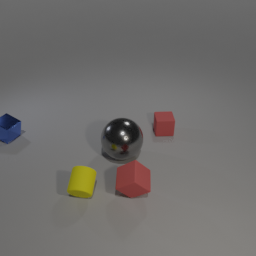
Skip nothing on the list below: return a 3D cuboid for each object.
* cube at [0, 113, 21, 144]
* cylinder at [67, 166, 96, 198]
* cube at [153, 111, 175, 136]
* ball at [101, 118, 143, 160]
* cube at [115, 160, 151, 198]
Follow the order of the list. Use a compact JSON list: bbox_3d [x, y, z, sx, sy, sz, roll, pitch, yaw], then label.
[{"bbox_3d":[-4.444,0.017,10.293,0.700,0.700,0.700,27,38,9],"label":"cube"},{"bbox_3d":[-1.286,1.508,7.834,0.700,0.700,0.700,5,60,7],"label":"cylinder"},{"bbox_3d":[1.373,-0.162,10.715,0.700,0.700,0.700,-2,34,-2],"label":"cube"},{"bbox_3d":[-0.195,0.358,9.220,1.400,1.400,1.400,0,32,0],"label":"ball"},{"bbox_3d":[0.152,1.431,7.786,0.700,0.700,0.700,-27,42,31],"label":"cube"}]
